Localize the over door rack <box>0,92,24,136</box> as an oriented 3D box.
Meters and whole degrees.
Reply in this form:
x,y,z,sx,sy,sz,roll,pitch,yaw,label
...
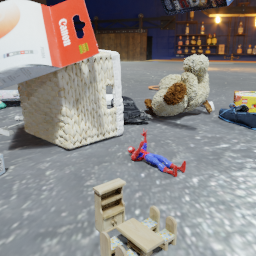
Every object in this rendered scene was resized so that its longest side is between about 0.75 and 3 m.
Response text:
x,y,z,sx,sy,sz,roll,pitch,yaw,label
-3.933,-1.122,10.080,0.922,2.045,2.768,4,17,9,over door rack

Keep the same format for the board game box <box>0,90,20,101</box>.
x,y,z,sx,sy,sz,roll,pitch,yaw,label
-5.411,-1.576,13.687,1.914,0.417,1.924,-4,3,-10,board game box

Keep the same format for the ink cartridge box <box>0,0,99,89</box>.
x,y,z,sx,sy,sz,roll,pitch,yaw,label
-2.289,-2.272,6.720,2.776,2.251,0.696,-20,-27,5,ink cartridge box

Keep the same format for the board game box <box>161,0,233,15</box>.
x,y,z,sx,sy,sz,roll,pitch,yaw,label
1.541,-3.585,6.970,1.917,1.299,0.332,14,55,47,board game box

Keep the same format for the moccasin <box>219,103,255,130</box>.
x,y,z,sx,sy,sz,roll,pitch,yaw,label
4.281,-0.529,10.370,0.859,0.728,2.136,-9,19,-27,moccasin

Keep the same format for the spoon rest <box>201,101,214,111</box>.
x,y,z,sx,sy,sz,roll,pitch,yaw,label
3.720,-1.102,12.953,0.582,0.355,1.171,-1,18,-2,spoon rest

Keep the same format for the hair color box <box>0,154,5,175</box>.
x,y,z,sx,sy,sz,roll,pitch,yaw,label
-3.371,0.999,5.721,0.792,0.485,1.599,3,16,12,hair color box

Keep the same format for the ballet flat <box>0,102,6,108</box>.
x,y,z,sx,sy,sz,roll,pitch,yaw,label
-5.999,-1.040,12.469,0.478,0.500,1.420,2,16,20,ballet flat

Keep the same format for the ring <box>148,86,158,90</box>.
x,y,z,sx,sy,sz,roll,pitch,yaw,label
2.019,-2.619,18.390,1.400,0.134,1.400,0,18,0,ring

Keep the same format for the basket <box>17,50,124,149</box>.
x,y,z,sx,sy,sz,roll,pitch,yaw,label
-1.792,-0.992,8.695,2.708,2.683,2.177,16,27,40,basket

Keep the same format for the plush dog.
x,y,z,sx,sy,sz,roll,pitch,yaw,label
2.034,-1.260,11.416,2.523,2.357,2.938,-25,-4,-26,plush dog

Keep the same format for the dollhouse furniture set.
x,y,z,sx,sy,sz,roll,pitch,yaw,label
0.010,1.342,4.103,0.999,0.757,1.140,-14,21,-38,dollhouse furniture set

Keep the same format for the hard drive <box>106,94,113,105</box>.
x,y,z,sx,sy,sz,roll,pitch,yaw,label
-1.837,-1.410,14.037,2.341,0.312,1.544,-2,17,-4,hard drive

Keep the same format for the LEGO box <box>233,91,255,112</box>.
x,y,z,sx,sy,sz,roll,pitch,yaw,label
5.657,-1.080,12.095,2.040,0.787,1.519,5,17,16,LEGO box

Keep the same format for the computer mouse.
x,y,z,sx,sy,sz,roll,pitch,yaw,label
-0.155,-0.604,11.077,1.572,0.598,2.270,-1,28,-11,computer mouse

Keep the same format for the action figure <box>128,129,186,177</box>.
x,y,z,sx,sy,sz,roll,pitch,yaw,label
0.598,0.539,6.805,1.649,0.816,0.538,13,20,43,action figure
